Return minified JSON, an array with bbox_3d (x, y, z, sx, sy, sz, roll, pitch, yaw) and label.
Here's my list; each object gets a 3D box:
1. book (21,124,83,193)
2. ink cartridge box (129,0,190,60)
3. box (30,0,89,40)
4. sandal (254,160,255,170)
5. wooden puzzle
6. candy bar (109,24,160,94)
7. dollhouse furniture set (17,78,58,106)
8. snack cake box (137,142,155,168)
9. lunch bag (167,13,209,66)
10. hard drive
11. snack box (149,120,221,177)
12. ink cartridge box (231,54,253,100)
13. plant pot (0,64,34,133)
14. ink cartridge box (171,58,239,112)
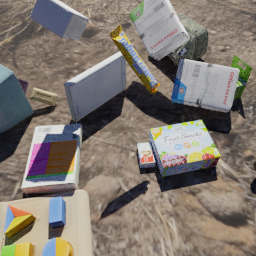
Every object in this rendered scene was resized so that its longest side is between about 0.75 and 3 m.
[{"bbox_3d":[-2.538,0.955,9.664,1.736,0.624,2.598,-3,49,1],"label":"book"},{"bbox_3d":[1.252,-4.125,11.352,1.591,0.919,2.187,-31,73,25],"label":"ink cartridge box"},{"bbox_3d":[-2.091,-3.423,8.764,1.165,0.814,1.531,32,18,1],"label":"box"},{"bbox_3d":[5.104,0.794,9.604,2.478,0.995,0.669,-25,38,-22],"label":"sandal"},{"bbox_3d":[-2.463,3.004,7.834,2.809,0.650,2.602,-7,49,-6],"label":"wooden puzzle"},{"bbox_3d":[0.245,-1.961,8.285,0.255,2.304,0.575,-10,39,46],"label":"candy bar"},{"bbox_3d":[-3.980,-1.071,11.659,1.785,1.267,1.415,16,87,-19],"label":"dollhouse furniture set"},{"bbox_3d":[0.621,0.946,9.837,0.505,0.295,0.878,-4,50,-6],"label":"snack cake box"},{"bbox_3d":[2.404,-4.112,13.389,1.961,1.629,2.338,-33,57,-12],"label":"lunch bag"},{"bbox_3d":[-1.165,-1.643,11.040,2.781,1.834,0.371,-37,59,-27],"label":"hard drive"},{"bbox_3d":[1.912,0.668,9.816,2.004,0.678,1.690,-9,51,-9],"label":"snack box"},{"bbox_3d":[4.365,-2.100,11.650,0.572,1.510,1.116,-21,52,-17],"label":"ink cartridge box"},{"bbox_3d":[-5.382,-1.000,10.339,2.242,2.249,2.290,29,60,22],"label":"plant pot"},{"bbox_3d":[3.007,-1.660,11.139,2.281,0.980,1.671,13,90,9],"label":"ink cartridge box"}]
